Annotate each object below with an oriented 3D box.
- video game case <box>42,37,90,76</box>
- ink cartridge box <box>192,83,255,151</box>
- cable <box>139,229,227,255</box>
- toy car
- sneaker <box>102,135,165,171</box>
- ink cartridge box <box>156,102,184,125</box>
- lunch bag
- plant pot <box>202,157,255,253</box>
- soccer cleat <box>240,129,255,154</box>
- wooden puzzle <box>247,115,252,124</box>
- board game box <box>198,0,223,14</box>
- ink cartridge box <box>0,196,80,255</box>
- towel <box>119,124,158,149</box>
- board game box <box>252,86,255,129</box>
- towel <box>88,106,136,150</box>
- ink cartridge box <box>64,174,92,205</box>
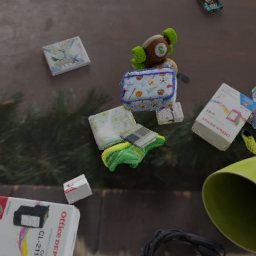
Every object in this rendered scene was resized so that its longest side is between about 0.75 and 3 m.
[{"bbox_3d":[-2.758,-3.230,12.467,1.739,0.191,1.585,-21,67,-10],"label":"video game case"},{"bbox_3d":[3.676,-0.422,10.768,1.529,0.895,2.115,35,71,15],"label":"ink cartridge box"},{"bbox_3d":[1.669,4.421,8.725,2.800,0.711,2.285,15,71,4],"label":"cable"},{"bbox_3d":[1.475,-2.499,11.430,1.841,1.768,2.241,-32,80,-9],"label":"toy car"},{"bbox_3d":[0.259,0.916,10.285,2.389,0.885,0.998,-20,82,-7],"label":"sneaker"},{"bbox_3d":[1.639,-0.579,11.113,0.969,0.405,0.703,-8,65,-4],"label":"ink cartridge box"},{"bbox_3d":[0.635,-1.295,9.036,1.852,0.700,1.484,-2,60,16],"label":"lunch bag"},{"bbox_3d":[4.340,1.973,8.949,2.862,2.678,2.678,-25,66,-33],"label":"plant pot"},{"bbox_3d":[4.635,0.511,10.584,0.346,0.448,1.071,-23,67,-10],"label":"soccer cleat"},{"bbox_3d":[5.315,-0.301,11.120,0.886,0.165,0.819,37,70,16],"label":"wooden puzzle"},{"bbox_3d":[4.012,-6.259,13.888,0.849,0.177,1.255,-20,67,-9],"label":"board game box"},{"bbox_3d":[-3.134,3.356,8.863,2.795,1.157,2.037,6,65,3],"label":"ink cartridge box"},{"bbox_3d":[0.287,0.216,7.267,0.749,0.134,0.778,29,44,33],"label":"towel"},{"bbox_3d":[5.583,-0.708,11.070,1.265,0.322,1.870,15,62,-2],"label":"board game box"},{"bbox_3d":[-0.517,-0.040,10.837,1.725,0.415,1.477,-19,59,-9],"label":"towel"},{"bbox_3d":[-1.725,2.051,9.472,0.798,1.099,0.458,-25,101,-12],"label":"ink cartridge box"}]
